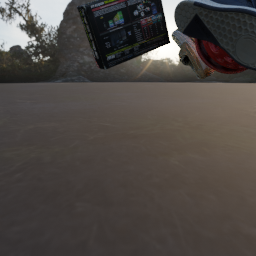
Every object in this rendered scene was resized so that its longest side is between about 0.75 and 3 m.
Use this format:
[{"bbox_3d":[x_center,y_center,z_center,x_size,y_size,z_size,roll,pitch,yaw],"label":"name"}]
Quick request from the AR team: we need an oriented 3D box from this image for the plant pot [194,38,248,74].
[{"bbox_3d":[3.280,-2.809,7.925,2.505,2.505,2.281,-1,-4,-3],"label":"plant pot"}]

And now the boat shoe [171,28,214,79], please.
[{"bbox_3d":[2.124,-2.617,9.734,2.324,0.795,0.868,55,7,33],"label":"boat shoe"}]

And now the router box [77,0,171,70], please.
[{"bbox_3d":[-0.065,-3.516,9.638,2.819,2.113,0.876,-26,28,-17],"label":"router box"}]

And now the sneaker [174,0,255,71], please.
[{"bbox_3d":[2.227,-1.882,4.892,1.716,0.903,2.375,-25,49,-25],"label":"sneaker"}]
